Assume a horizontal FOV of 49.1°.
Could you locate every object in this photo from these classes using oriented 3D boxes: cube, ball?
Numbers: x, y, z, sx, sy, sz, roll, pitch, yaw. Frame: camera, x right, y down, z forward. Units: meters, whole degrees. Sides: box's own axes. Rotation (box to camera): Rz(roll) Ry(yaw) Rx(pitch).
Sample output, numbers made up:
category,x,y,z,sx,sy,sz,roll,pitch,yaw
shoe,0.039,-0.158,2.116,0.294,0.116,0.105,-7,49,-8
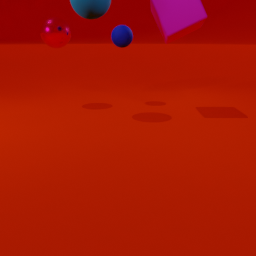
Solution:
category,x,y,z,sx,sy,sz,roll,pitch,yaw
cube,1.508,-3.528,8.607,1.258,1.258,1.258,-24,4,8
ball,-0.211,-3.272,10.011,0.776,0.776,0.776,0,18,0
ball,-1.058,-3.690,7.912,1.162,1.162,1.162,0,18,0
ball,-2.470,-3.257,9.576,1.028,1.028,1.028,0,18,0
